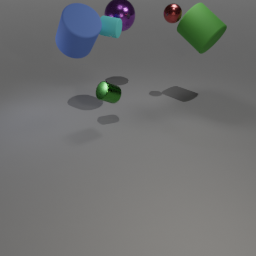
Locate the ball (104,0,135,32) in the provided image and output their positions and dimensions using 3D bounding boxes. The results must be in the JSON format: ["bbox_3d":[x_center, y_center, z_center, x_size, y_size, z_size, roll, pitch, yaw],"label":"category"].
[{"bbox_3d":[-0.366,-5.072,12.598,1.400,1.400,1.400,0,29,0],"label":"ball"}]

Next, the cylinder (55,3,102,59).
[{"bbox_3d":[-1.809,-3.470,10.118,1.400,1.400,1.400,-17,-10,-28],"label":"cylinder"}]

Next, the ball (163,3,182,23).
[{"bbox_3d":[1.690,-4.323,10.576,0.700,0.700,0.700,0,29,0],"label":"ball"}]

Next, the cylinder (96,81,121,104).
[{"bbox_3d":[-0.723,-1.317,10.433,0.700,0.700,0.700,13,14,-45],"label":"cylinder"}]

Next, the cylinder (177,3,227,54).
[{"bbox_3d":[2.918,-3.946,11.146,1.400,1.400,1.400,48,45,10],"label":"cylinder"}]

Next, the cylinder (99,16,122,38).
[{"bbox_3d":[-0.658,-3.756,10.413,0.700,0.700,0.700,15,32,12],"label":"cylinder"}]
